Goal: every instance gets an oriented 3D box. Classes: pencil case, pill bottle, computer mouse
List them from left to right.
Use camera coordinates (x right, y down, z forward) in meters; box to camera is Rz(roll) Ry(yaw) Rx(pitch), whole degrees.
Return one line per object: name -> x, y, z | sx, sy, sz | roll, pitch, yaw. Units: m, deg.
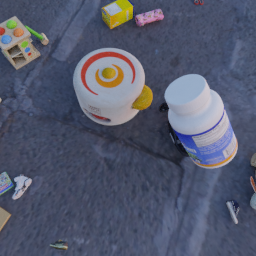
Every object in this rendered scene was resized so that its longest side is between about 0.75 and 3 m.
pencil case -> 1.029, -5.323, 13.519 | 1.336, 0.553, 0.578 | -21, 90, -10
computer mouse -> 2.450, -0.038, 11.226 | 1.826, 0.598, 2.600 | -16, 61, -10
pill bottle -> 2.185, -0.168, 8.466 | 1.615, 2.882, 1.615 | -21, 41, 20

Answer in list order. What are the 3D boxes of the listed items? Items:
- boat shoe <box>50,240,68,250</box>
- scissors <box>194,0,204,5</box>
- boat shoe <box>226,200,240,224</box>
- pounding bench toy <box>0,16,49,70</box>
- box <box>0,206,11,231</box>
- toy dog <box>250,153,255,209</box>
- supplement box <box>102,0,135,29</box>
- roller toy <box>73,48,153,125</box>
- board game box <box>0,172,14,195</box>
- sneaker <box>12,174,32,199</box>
boat shoe -> -2.016, 3.434, 8.265 | 0.276, 0.771, 0.254 | 40, 52, -31
scissors -> 3.516, -6.836, 14.452 | 0.485, 0.092, 1.327 | -10, 65, -2
boat shoe -> 3.840, 2.960, 9.993 | 0.378, 0.305, 0.816 | -16, 66, 1
pounding bench toy -> -4.648, -3.978, 12.337 | 2.070, 1.614, 1.286 | -37, 71, -15
box -> -5.038, 3.379, 9.820 | 1.243, 0.162, 1.521 | 29, 76, 12
toy dog -> 5.012, 1.838, 10.108 | 1.377, 1.005, 2.087 | 1, 66, 0
supplement box -> -0.466, -5.553, 13.500 | 1.397, 0.765, 0.760 | -31, 69, -14
roller toy -> -0.696, -1.629, 11.052 | 2.710, 2.076, 2.971 | -20, 68, -8
board game box -> -4.849, 2.174, 10.437 | 0.984, 0.143, 0.662 | -35, 70, -14
sneaker -> -4.043, 2.155, 10.347 | 0.524, 0.342, 0.911 | 30, 64, 13
